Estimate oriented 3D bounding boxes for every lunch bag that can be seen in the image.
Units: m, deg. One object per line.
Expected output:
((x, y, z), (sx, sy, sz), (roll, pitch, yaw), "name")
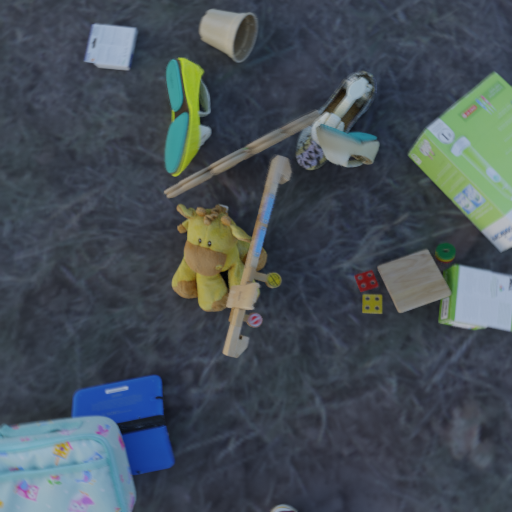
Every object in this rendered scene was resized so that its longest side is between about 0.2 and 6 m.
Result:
((-3.708, 4.035, 9.941), (2.792, 1.076, 2.239), (-9, 104, -1), "lunch bag")

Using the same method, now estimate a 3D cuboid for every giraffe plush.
((-0.776, -0.163, 10.836), (1.993, 1.873, 2.310), (-5, 78, -1), "giraffe plush")

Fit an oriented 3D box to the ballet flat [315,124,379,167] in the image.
((1.821, -2.153, 11.296), (0.783, 2.253, 0.783), (4, 97, 37), "ballet flat")

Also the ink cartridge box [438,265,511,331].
((4.577, 0.920, 11.270), (1.552, 0.588, 1.147), (11, 77, -3), "ink cartridge box")

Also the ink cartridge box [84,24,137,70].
((-3.285, -4.728, 12.694), (1.005, 0.204, 1.003), (8, 78, 2), "ink cartridge box")

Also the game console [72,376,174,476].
((-2.583, 3.363, 10.936), (1.771, 1.048, 1.511), (-11, 47, -2), "game console")

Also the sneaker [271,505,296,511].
((1.108, 5.338, 10.121), (2.048, 0.923, 0.768), (29, 79, 6), "sneaker")

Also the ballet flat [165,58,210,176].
((-1.412, -2.957, 12.020), (0.906, 0.903, 2.703), (8, 73, -36), "ballet flat")

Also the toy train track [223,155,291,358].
((0.156, 0.032, 9.792), (0.580, 2.046, 3.567), (15, 83, -12), "toy train track")

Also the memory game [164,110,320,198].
((-0.276, -1.885, 10.586), (3.306, 3.306, 0.211), (-29, 99, -6), "memory game")

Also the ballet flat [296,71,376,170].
((1.714, -2.985, 11.968), (0.915, 0.915, 2.545), (36, 80, 7), "ballet flat")

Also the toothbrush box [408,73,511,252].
((4.989, -1.908, 11.539), (2.102, 1.243, 2.887), (-41, 80, -9), "toothbrush box")

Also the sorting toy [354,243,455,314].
((3.090, 0.583, 11.296), (2.245, 0.380, 1.082), (-19, 59, -1), "sorting toy")

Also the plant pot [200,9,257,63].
((-0.662, -4.964, 12.405), (0.975, 1.065, 1.065), (25, 79, 17), "plant pot")
